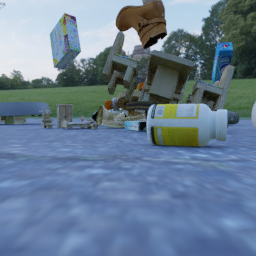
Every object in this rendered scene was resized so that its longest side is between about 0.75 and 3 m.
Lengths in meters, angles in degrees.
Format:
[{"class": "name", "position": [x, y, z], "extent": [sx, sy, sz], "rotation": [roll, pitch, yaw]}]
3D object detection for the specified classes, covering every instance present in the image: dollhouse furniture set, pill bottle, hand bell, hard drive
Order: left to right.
[{"class": "hard drive", "position": [-4.638, -0.701, 11.107], "extent": [2.689, 0.569, 1.814], "rotation": [-5, 4, -36]}, {"class": "dollhouse furniture set", "position": [-1.562, -0.314, 7.386], "extent": [1.174, 0.672, 1.376], "rotation": [-2, 3, -29]}, {"class": "hand bell", "position": [-0.315, -0.290, 9.433], "extent": [1.353, 0.705, 0.705], "rotation": [11, -2, -21]}, {"class": "dollhouse furniture set", "position": [1.002, -1.357, 6.992], "extent": [2.522, 1.912, 2.878], "rotation": [18, -10, 5]}, {"class": "pill bottle", "position": [0.682, -0.035, 3.234], "extent": [0.868, 0.486, 0.486], "rotation": [1, 3, 19]}]

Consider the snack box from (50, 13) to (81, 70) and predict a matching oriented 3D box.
[{"class": "snack box", "position": [-2.632, -3.550, 11.633], "extent": [0.594, 1.756, 1.481], "rotation": [6, -24, -39]}]

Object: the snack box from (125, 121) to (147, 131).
[{"class": "snack box", "position": [0.601, -0.061, 6.710], "extent": [1.188, 0.220, 0.690], "rotation": [-1, 3, -26]}]

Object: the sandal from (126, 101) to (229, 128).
[{"class": "sandal", "position": [0.957, -0.163, 5.969], "extent": [2.212, 0.604, 0.904], "rotation": [16, 8, 14]}]

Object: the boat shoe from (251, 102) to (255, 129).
[{"class": "boat shoe", "position": [2.894, -0.231, 3.611], "extent": [2.322, 0.867, 1.077], "rotation": [-7, 10, -14]}]

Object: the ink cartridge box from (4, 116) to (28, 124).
[{"class": "ink cartridge box", "position": [-4.410, -0.305, 11.073], "extent": [0.924, 0.311, 0.541], "rotation": [1, 4, 41]}]

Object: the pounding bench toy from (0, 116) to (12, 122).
[{"class": "pounding bench toy", "position": [-6.987, -0.745, 14.974], "extent": [1.364, 0.847, 1.064], "rotation": [1, 3, 27]}]

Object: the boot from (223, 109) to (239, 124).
[{"class": "boot", "position": [2.844, -0.359, 10.216], "extent": [1.836, 0.666, 1.669], "rotation": [-8, 3, -19]}]

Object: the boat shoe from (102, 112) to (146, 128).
[{"class": "boat shoe", "position": [-0.110, -0.214, 7.682], "extent": [1.269, 0.439, 0.468], "rotation": [1, 3, 12]}]

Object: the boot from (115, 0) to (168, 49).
[{"class": "boot", "position": [0.433, -3.726, 10.382], "extent": [0.879, 1.845, 2.385], "rotation": [-3, -15, -37]}]

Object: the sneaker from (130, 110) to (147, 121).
[{"class": "sneaker", "position": [0.925, -0.379, 11.252], "extent": [1.708, 0.646, 0.749], "rotation": [2, -14, 4]}]

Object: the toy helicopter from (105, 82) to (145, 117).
[{"class": "toy helicopter", "position": [0.100, -0.790, 11.582], "extent": [1.965, 1.172, 2.971], "rotation": [0, -18, 0]}]

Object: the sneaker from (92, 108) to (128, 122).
[{"class": "sneaker", "position": [-0.568, -0.546, 12.981], "extent": [2.335, 0.881, 1.343], "rotation": [-7, 9, 16]}]

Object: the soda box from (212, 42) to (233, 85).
[{"class": "soda box", "position": [3.658, -2.458, 10.910], "extent": [0.529, 0.560, 1.650], "rotation": [0, -42, 8]}]
